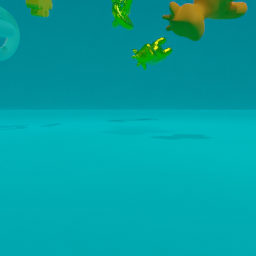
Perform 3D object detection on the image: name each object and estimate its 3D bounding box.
[{"bbox_3d":[0.893,-2.900,11.203,1.716,0.957,1.744,-31,0,-9],"label":"cow figurine"},{"bbox_3d":[-3.148,-2.418,6.215,0.911,1.971,1.845,-31,31,-3],"label":"knot shape"},{"bbox_3d":[1.078,-1.792,3.941,1.118,1.136,0.624,-1,-22,20],"label":"cow figurine"},{"bbox_3d":[-2.057,-3.442,6.567,0.287,1.553,1.553,7,4,-2],"label":"gear"},{"bbox_3d":[-0.190,-3.794,9.123,0.713,1.444,1.543,-4,-34,-4],"label":"knot shape"}]
